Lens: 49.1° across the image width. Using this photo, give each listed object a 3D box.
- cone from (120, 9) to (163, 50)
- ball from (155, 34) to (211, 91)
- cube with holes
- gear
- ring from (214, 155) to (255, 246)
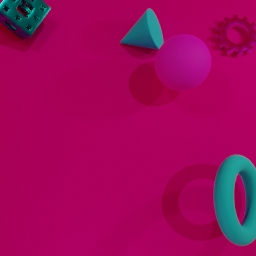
[{"bbox_3d":[0.240,-2.356,7.188,1.027,1.023,1.023,-12,77,26],"label":"cone"},{"bbox_3d":[1.223,-1.453,6.289,1.237,1.237,1.237,0,78,0],"label":"ball"},{"bbox_3d":[-2.654,-2.875,6.948,0.898,0.898,0.898,38,78,-32],"label":"cube with holes"},{"bbox_3d":[2.869,-2.431,7.400,1.110,0.205,1.110,0,78,0],"label":"gear"},{"bbox_3d":[2.277,1.432,5.675,1.775,0.355,1.775,10,75,-44],"label":"ring"}]
